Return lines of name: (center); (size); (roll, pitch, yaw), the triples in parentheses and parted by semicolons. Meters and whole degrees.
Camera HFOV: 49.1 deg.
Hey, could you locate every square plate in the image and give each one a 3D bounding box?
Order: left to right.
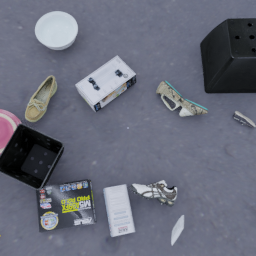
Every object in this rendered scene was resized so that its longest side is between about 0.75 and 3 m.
square plate: (1.690, 3.482, 9.615); (0.117, 0.821, 0.813); (28, 108, 5)

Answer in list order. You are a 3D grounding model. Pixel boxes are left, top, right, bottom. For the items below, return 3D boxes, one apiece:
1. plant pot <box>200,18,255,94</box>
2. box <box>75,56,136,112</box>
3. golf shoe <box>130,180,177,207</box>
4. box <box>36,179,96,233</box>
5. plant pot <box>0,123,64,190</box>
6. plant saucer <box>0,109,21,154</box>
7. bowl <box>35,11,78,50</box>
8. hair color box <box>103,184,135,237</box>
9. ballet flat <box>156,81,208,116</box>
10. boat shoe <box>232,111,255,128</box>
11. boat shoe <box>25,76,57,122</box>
plant pot: (4.487, -2.957, 11.127); (2.511, 2.227, 2.505); (0, 74, -1)
box: (-0.882, -1.818, 11.485); (2.187, 0.658, 1.276); (-38, 70, -12)
golf shoe: (0.952, 2.211, 10.196); (1.768, 0.687, 0.835); (20, 91, -11)
box: (-2.274, 2.846, 10.303); (2.026, 0.449, 1.623); (-8, 74, -3)
plant pot: (-3.363, 1.141, 10.209); (1.787, 1.585, 1.783); (24, 75, 5)
plant saucer: (-5.030, 0.248, 10.594); (2.140, 0.542, 2.140); (6, 73, -19)
bowl: (-3.028, -4.065, 12.176); (1.801, 0.809, 1.801); (0, 72, -1)
hair color box: (-0.337, 2.978, 10.172); (0.838, 0.513, 1.692); (-8, 73, -13)
ballet flat: (2.104, -1.010, 11.398); (2.278, 0.773, 0.858); (38, 99, 15)
boat shoe: (4.708, -0.295, 11.387); (0.990, 0.360, 0.310); (36, 119, 5)
boat shoe: (-3.470, -1.188, 11.194); (0.749, 0.646, 2.052); (26, 63, 1)
